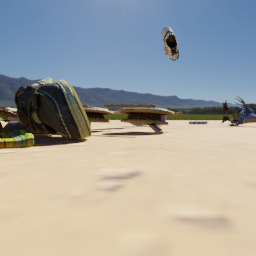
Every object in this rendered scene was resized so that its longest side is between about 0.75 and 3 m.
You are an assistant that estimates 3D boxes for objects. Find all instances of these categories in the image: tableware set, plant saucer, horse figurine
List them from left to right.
[{"bbox_3d":[-3.340,-0.323,9.525,1.522,0.573,2.296,7,-2,29],"label":"horse figurine"},{"bbox_3d":[-1.819,-0.026,6.077,1.764,0.283,1.764,-1,1,0],"label":"plant saucer"},{"bbox_3d":[-0.285,-0.177,6.492,2.726,0.546,1.802,2,-1,29],"label":"tableware set"}]

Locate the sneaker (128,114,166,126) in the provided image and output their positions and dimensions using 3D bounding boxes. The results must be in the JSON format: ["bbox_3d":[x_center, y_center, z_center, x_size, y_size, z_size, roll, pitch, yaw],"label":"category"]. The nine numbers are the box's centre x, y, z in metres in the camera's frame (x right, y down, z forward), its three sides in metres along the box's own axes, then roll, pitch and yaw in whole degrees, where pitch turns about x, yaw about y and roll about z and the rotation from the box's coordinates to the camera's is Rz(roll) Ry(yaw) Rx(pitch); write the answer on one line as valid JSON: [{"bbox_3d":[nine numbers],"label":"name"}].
[{"bbox_3d":[0.806,-0.350,11.312,1.668,0.671,0.737,6,-2,24],"label":"sneaker"}]

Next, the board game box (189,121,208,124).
[{"bbox_3d":[3.875,-0.296,15.517,0.826,0.170,0.824,0,2,-4],"label":"board game box"}]

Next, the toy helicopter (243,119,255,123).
[{"bbox_3d":[5.066,-0.277,10.694,1.244,0.491,0.822,-1,-2,38],"label":"toy helicopter"}]

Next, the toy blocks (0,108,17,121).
[{"bbox_3d":[-4.396,-0.504,12.531,1.453,1.062,2.126,17,14,42],"label":"toy blocks"}]

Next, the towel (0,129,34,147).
[{"bbox_3d":[-2.002,0.127,2.925,1.875,0.169,0.807,-1,2,-30],"label":"towel"}]

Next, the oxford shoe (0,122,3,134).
[{"bbox_3d":[-2.232,0.022,4.313,0.274,0.280,0.771,0,2,11],"label":"oxford shoe"}]

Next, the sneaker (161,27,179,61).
[{"bbox_3d":[1.800,-3.373,11.712,0.609,0.706,1.610,-25,-46,8],"label":"sneaker"}]

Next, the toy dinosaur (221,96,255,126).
[{"bbox_3d":[4.921,-0.646,11.681,2.362,1.240,2.144,4,6,-38],"label":"toy dinosaur"}]

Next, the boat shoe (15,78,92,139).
[{"bbox_3d":[-1.384,-0.281,4.677,0.882,0.959,2.684,-24,24,-19],"label":"boat shoe"}]
